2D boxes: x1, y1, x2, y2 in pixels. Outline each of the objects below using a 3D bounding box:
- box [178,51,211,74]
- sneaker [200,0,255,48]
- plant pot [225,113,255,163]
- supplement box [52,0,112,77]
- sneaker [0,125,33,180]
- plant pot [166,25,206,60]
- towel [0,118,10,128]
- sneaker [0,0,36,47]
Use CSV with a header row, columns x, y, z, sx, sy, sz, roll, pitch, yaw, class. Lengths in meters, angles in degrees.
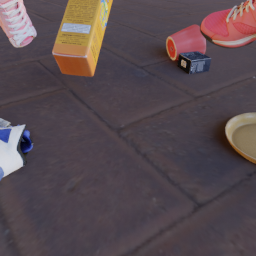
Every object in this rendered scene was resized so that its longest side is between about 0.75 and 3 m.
x,y,z,sx,sy,sz,roll,pitch,yaw,class
2.973,-2.972,12.645,1.047,0.660,1.065,-13,36,-18,box
2.332,-2.054,4.926,2.324,1.008,0.856,14,66,39,sneaker
4.118,0.380,7.968,2.650,0.364,2.650,-1,34,0,plant pot
-1.142,-2.823,7.536,0.966,0.935,2.809,6,68,7,supplement box
-3.507,0.379,7.448,1.622,1.135,2.808,-24,47,-36,sneaker
2.737,-4.032,13.590,1.438,1.625,1.625,-19,37,-9,plant pot
-4.234,-0.017,8.723,0.949,0.164,0.914,23,40,29,towel
-2.717,-2.692,6.836,0.782,1.087,2.079,-36,3,-19,sneaker
